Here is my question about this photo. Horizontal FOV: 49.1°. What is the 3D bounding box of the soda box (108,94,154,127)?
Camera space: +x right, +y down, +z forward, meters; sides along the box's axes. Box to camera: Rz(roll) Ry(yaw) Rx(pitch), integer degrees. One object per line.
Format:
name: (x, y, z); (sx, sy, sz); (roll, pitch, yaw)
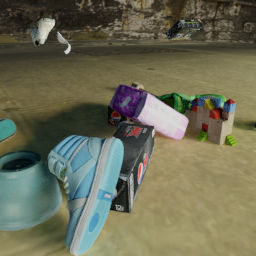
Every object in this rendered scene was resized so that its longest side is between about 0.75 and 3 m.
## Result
soda box: (0.178, -0.752, 11.045); (0.842, 0.754, 2.381); (12, 24, 28)

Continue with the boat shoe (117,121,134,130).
boat shoe: (0.034, 0.040, 8.946); (0.533, 0.542, 1.528); (13, 4, 33)

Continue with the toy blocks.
toy blocks: (2.652, -0.403, 9.253); (1.043, 1.427, 2.088); (-14, 25, -32)

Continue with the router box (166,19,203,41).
router box: (2.471, -4.292, 12.247); (1.327, 0.412, 0.994); (-15, -8, -33)

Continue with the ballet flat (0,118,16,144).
ballet flat: (-4.435, 0.454, 8.199); (0.862, 0.912, 2.707); (-21, 11, 27)

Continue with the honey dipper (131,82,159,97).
honey dipper: (0.966, -1.766, 14.049); (0.499, 0.499, 2.627); (-11, 27, -26)

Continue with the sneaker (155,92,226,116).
sneaker: (2.068, -0.735, 10.322); (2.955, 1.094, 1.235); (-3, -3, 15)

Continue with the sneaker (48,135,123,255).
sneaker: (-1.003, 1.095, 5.199); (1.389, 0.846, 2.128); (11, 67, 18)

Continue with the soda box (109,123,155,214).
soda box: (-0.071, 0.797, 6.941); (1.021, 0.914, 2.887); (6, 22, 14)

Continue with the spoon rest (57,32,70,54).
spoon rest: (-2.163, -2.902, 9.451); (0.259, 0.854, 0.424); (-29, -18, 4)

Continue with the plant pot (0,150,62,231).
plant pot: (-2.248, 1.142, 5.847); (1.628, 1.091, 1.628); (0, 21, 0)

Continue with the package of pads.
package of pads: (0.726, -0.465, 8.820); (2.373, 0.898, 1.430); (25, 1, -45)

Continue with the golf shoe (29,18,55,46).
golf shoe: (-3.233, -3.654, 10.771); (0.620, 0.770, 1.583); (-8, -1, -39)

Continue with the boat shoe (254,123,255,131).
boat shoe: (5.192, -0.191, 10.047); (1.484, 0.448, 0.561); (-10, 24, -24)
